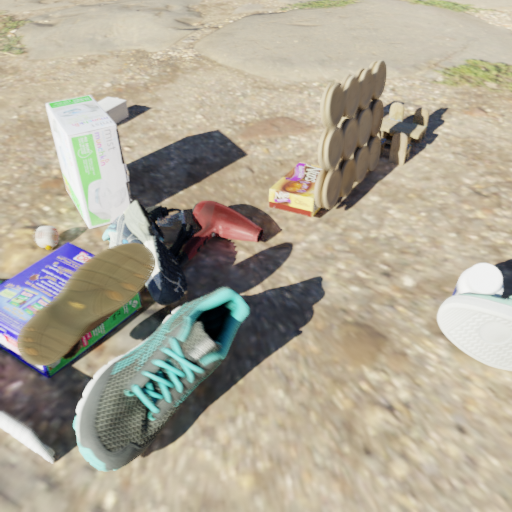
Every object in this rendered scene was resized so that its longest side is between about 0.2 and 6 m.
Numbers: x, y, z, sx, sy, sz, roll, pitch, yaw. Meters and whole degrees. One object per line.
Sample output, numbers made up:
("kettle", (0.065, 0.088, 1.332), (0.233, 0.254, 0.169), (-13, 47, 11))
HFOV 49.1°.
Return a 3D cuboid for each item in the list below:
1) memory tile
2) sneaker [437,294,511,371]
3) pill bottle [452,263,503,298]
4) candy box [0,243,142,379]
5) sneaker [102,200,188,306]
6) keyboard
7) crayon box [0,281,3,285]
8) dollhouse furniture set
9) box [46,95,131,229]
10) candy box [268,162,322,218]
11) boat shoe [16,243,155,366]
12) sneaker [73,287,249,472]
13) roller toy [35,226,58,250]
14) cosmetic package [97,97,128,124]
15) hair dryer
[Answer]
("memory tile", (1.947, -2.487, 11.289), (0.267, 2.439, 3.182), (13, 32, 27))
("sneaker", (4.013, 0.804, 8.150), (2.812, 1.035, 1.659), (15, 43, 4))
("pill bottle", (3.304, 0.525, 8.351), (0.625, 1.125, 0.625), (-4, 66, 9))
("candy box", (-2.983, 0.743, 8.519), (1.588, 0.723, 1.878), (22, 43, 28))
("sneaker", (-1.922, 0.126, 9.312), (1.033, 0.928, 2.392), (-36, 43, 2))
("keyboard", (-3.576, 1.812, 7.041), (2.660, 0.749, 0.142), (20, 58, 26))
("crayon box", (-4.667, 0.673, 9.014), (1.004, 0.259, 0.631), (1, 36, 2))
("dollhouse furniture set", (3.055, -3.373, 13.596), (2.048, 1.361, 1.795), (19, 40, 24))
("box", (-3.242, -1.866, 11.007), (0.967, 1.999, 1.764), (-19, 41, -22))
("candy box", (1.023, -1.392, 11.565), (0.956, 0.463, 1.639), (16, 35, 21))
("boat shoe", (-2.156, 0.567, 7.164), (1.989, 0.672, 0.716), (-44, 96, -17))
("sneaker", (-1.071, 1.322, 6.984), (1.127, 1.325, 2.905), (44, 45, -7))
("roller toy", (-3.820, -0.350, 10.262), (0.299, 0.390, 0.428), (-4, 32, 11))
("cosmetic package", (-4.019, -3.754, 14.837), (0.648, 0.511, 1.205), (17, 39, 24))
("hair dryer", (-0.962, -0.327, 10.319), (2.213, 0.601, 1.685), (-9, 53, -4))
